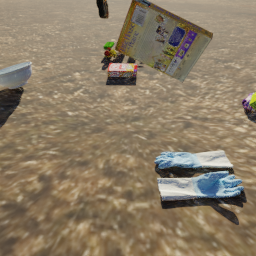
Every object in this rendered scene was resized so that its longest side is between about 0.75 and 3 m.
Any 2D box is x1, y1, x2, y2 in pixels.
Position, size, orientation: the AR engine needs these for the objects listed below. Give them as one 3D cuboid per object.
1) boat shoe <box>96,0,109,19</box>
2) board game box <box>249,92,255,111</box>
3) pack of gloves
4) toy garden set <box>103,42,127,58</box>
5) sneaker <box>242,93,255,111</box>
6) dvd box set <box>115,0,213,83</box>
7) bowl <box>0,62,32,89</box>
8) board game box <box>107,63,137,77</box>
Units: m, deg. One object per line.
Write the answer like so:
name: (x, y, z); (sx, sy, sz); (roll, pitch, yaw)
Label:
boat shoe: (-0.709, -3.502, 8.032); (0.292, 0.772, 0.285); (-5, 1, 40)
board game box: (2.641, -0.536, 4.224); (0.692, 1.362, 0.324); (40, 53, -7)
pack of gloves: (1.614, 0.938, 6.537); (1.921, 0.379, 1.614); (-2, 33, -3)
toy garden set: (-0.114, -3.919, 14.319); (2.289, 0.457, 1.908); (4, 30, 6)
sneaker: (4.100, -0.908, 9.523); (0.433, 0.394, 0.980); (3, 32, 20)
dvd box set: (0.719, -1.881, 6.126); (1.797, 1.315, 0.264); (25, 49, -3)
bowl: (-4.326, -1.951, 10.710); (1.565, 0.703, 1.565); (-13, 25, 6)
board game box: (-0.226, -2.506, 12.143); (1.243, 0.288, 0.942); (1, 32, 2)
